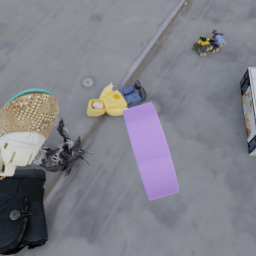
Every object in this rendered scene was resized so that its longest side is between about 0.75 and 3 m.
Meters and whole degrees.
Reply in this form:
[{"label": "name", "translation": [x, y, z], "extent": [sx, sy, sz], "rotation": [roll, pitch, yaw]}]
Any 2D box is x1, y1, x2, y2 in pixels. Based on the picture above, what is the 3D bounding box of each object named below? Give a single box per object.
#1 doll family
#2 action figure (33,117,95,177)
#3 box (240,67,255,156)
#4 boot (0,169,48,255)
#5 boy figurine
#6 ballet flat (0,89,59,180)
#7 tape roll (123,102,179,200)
[{"label": "doll family", "translation": [2.876, -3.039, 9.913], "extent": [1.214, 0.476, 0.702], "rotation": [-16, 60, -14]}, {"label": "action figure", "translation": [-2.214, 0.495, 7.674], "extent": [2.505, 1.278, 1.489], "rotation": [7, 53, 5]}, {"label": "box", "translation": [4.382, -0.493, 8.400], "extent": [1.560, 0.804, 2.675], "rotation": [5, 64, 2]}, {"label": "boot", "translation": [-3.209, 2.110, 7.019], "extent": [2.368, 0.904, 1.990], "rotation": [-3, 59, -9]}, {"label": "boy figurine", "translation": [-0.433, -0.900, 8.736], "extent": [1.889, 0.609, 1.174], "rotation": [-20, 68, -12]}, {"label": "ballet flat", "translation": [-2.089, 0.340, 5.244], "extent": [1.052, 2.983, 0.974], "rotation": [7, 64, -34]}, {"label": "tape roll", "translation": [0.415, 0.430, 5.326], "extent": [0.580, 1.769, 1.769], "rotation": [-17, 64, 1]}]
